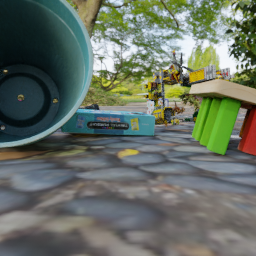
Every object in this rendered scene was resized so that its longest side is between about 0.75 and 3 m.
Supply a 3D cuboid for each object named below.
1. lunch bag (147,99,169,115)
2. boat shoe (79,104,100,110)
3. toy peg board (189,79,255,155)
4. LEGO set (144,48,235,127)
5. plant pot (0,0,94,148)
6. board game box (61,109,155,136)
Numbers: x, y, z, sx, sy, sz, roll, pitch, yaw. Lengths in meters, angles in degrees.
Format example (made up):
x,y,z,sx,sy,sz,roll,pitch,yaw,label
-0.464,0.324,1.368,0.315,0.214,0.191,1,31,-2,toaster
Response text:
x,y,z,sx,sy,sz,roll,pitch,yaw,label
1.626,-1.066,14.959,1.205,1.025,0.746,6,13,37,lunch bag
-1.923,-0.418,9.316,2.141,0.666,0.799,-6,-5,2,boat shoe
2.345,-0.020,5.304,2.295,1.127,2.305,16,7,1,toy peg board
2.035,-0.988,8.376,2.764,2.125,1.601,9,-9,-33,LEGO set
-2.230,-0.883,5.525,2.836,2.836,2.665,-1,-10,-14,plant pot
-0.588,-0.179,7.637,2.289,0.537,1.728,3,6,-9,board game box
